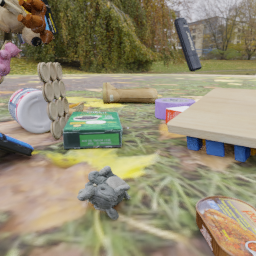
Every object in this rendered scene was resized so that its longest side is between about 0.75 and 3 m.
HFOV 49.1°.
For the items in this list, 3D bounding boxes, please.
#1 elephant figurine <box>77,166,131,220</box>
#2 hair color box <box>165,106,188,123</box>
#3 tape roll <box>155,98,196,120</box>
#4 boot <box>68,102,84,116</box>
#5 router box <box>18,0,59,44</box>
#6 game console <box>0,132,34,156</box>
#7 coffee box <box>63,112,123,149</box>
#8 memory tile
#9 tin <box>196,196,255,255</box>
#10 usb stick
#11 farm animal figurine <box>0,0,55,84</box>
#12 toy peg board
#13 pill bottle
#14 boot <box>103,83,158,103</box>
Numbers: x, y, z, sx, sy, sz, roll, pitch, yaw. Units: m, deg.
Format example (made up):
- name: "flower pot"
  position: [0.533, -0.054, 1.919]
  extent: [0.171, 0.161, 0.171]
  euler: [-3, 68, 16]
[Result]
- name: "elephant figurine"
  position: [-0.267, 0.858, 3.527]
  extent: [0.649, 0.592, 0.836]
  euler: [-17, 10, -9]
- name: "hair color box"
  position: [2.000, -0.286, 8.423]
  extent: [0.908, 0.523, 1.638]
  euler: [-8, 14, -32]
- name: "tape roll"
  position: [1.674, -0.690, 9.967]
  extent: [1.411, 0.599, 1.411]
  euler: [-1, 13, 0]
- name: "boot"
  position: [-2.228, -0.740, 10.395]
  extent: [0.940, 0.462, 1.313]
  euler: [8, 20, 8]
- name: "router box"
  position: [-2.457, -2.908, 7.050]
  extent: [0.989, 1.326, 0.339]
  euler: [-28, 22, -27]
- name: "game console"
  position: [-3.747, 0.587, 5.245]
  extent: [2.830, 1.675, 2.416]
  euler: [9, -15, 30]
- name: "coffee box"
  position: [-0.873, -0.011, 7.291]
  extent: [1.371, 0.490, 2.231]
  euler: [-1, 14, -6]
- name: "memory tile"
  position: [-1.888, -0.754, 7.370]
  extent: [0.162, 1.926, 1.476]
  euler: [-7, 13, 7]
- name: "tin"
  position: [1.190, 1.124, 3.033]
  extent: [0.712, 0.266, 1.271]
  euler: [-5, 14, -3]
- name: "usb stick"
  position: [2.300, -3.190, 10.753]
  extent: [0.585, 2.109, 0.344]
  euler: [-19, 1, -27]
- name: "farm animal figurine"
  position: [-2.160, -1.836, 5.250]
  extent: [1.973, 1.951, 1.029]
  euler: [-30, -16, 22]
- name: "toy peg board"
  position: [2.551, 0.089, 6.184]
  extent: [2.379, 1.164, 2.369]
  euler: [10, 32, 41]
- name: "pill bottle"
  position: [-2.854, -0.587, 8.272]
  extent: [1.168, 1.168, 1.953]
  euler: [-8, 15, -32]
- name: "boot"
  position: [0.036, -1.695, 13.902]
  extent: [2.559, 0.846, 2.241]
  euler: [-2, 26, -4]
